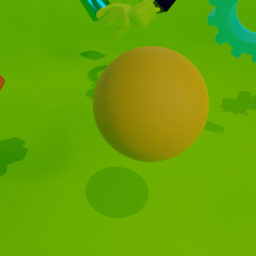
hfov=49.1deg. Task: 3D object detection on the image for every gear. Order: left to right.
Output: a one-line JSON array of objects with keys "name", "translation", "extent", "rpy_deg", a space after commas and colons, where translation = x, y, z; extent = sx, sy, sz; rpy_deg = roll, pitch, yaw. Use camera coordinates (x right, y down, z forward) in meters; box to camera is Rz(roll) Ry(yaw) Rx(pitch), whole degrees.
[{"name": "gear", "translation": [2.162, -1.859, 4.635], "extent": [1.660, 1.660, 0.307], "rpy_deg": [22, 60, 30]}]

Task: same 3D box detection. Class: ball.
[{"name": "ball", "translation": [0.227, -0.237, 2.912], "extent": [1.178, 1.178, 1.178], "rpy_deg": [0, 33, 0]}]

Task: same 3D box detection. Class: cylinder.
[{"name": "cylinder", "translation": [-1.109, -4.333, 9.775], "extent": [0.846, 0.846, 0.846], "rpy_deg": [-33, 4, 3]}]

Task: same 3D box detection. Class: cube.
[{"name": "cube", "translation": [0.888, -4.065, 8.021], "extent": [1.055, 1.055, 1.055], "rpy_deg": [37, 4, -24]}]

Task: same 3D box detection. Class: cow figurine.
[{"name": "cow figurine", "translation": [-0.005, -2.692, 6.633], "extent": [1.326, 0.740, 1.347], "rpy_deg": [-32, 44, 6]}]

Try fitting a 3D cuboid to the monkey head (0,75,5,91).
[{"name": "monkey head", "translation": [-2.441, -0.671, 4.165], "extent": [1.027, 0.861, 1.428], "rpy_deg": [16, 42, -60]}]
